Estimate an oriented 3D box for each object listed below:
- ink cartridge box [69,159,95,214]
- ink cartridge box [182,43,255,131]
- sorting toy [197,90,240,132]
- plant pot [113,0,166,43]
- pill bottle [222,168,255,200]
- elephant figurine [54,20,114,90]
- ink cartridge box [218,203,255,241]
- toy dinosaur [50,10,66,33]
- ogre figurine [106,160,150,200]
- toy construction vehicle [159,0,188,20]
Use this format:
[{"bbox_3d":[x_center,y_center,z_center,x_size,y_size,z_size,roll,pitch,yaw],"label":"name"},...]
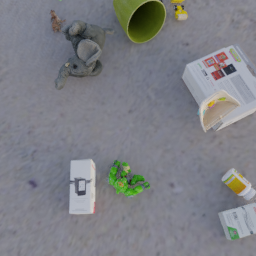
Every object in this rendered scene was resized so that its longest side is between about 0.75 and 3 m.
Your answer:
[{"bbox_3d":[-1.479,1.962,9.270,0.699,1.217,1.676,-2,72,-1],"label":"ink cartridge box"},{"bbox_3d":[3.674,-1.548,10.470,2.252,1.076,2.565,-25,74,-6],"label":"ink cartridge box"},{"bbox_3d":[2.757,-0.718,9.015,1.439,1.295,0.769,-38,61,9],"label":"sorting toy"},{"bbox_3d":[0.251,-4.733,11.340,1.798,1.798,1.922,-31,59,-9],"label":"plant pot"},{"bbox_3d":[3.807,1.943,9.600,1.055,0.586,0.586,44,77,12],"label":"pill bottle"},{"bbox_3d":[-1.663,-2.668,10.733,1.897,1.730,2.445,-15,75,34],"label":"elephant figurine"},{"bbox_3d":[3.773,3.088,9.275,1.235,0.513,0.905,-13,72,-4],"label":"ink cartridge box"},{"bbox_3d":[-3.060,-4.412,11.810,0.656,0.415,0.967,12,86,13],"label":"toy dinosaur"},{"bbox_3d":[-0.063,1.825,9.621,1.512,0.742,0.906,44,59,-2],"label":"ogre figurine"},{"bbox_3d":[1.711,-5.238,12.025,1.550,0.627,1.780,-11,75,-15],"label":"toy construction vehicle"}]
